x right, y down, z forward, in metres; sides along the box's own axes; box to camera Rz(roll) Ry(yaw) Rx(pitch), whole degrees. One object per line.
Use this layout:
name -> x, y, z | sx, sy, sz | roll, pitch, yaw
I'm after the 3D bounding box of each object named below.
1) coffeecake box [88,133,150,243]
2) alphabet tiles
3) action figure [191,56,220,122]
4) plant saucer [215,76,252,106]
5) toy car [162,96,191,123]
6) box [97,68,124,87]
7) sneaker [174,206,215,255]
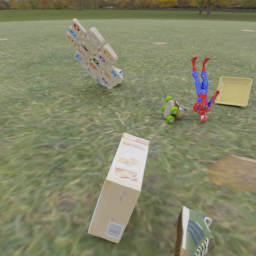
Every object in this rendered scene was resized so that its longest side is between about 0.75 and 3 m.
coffeecake box -> -0.119, 1.005, 5.086 | 0.576, 1.210, 1.577 | 19, 27, 0
alphabet tiles -> -1.318, -2.811, 11.003 | 0.212, 2.836, 2.900 | -45, 12, -19
action figure -> 2.467, -1.280, 8.913 | 0.700, 2.146, 1.062 | 1, -6, -12
plant saucer -> 3.965, -1.336, 10.543 | 1.166, 0.282, 1.166 | 10, 72, 26
toy car -> 1.660, -0.565, 9.210 | 0.874, 0.689, 0.718 | 6, 38, -19
box -> -0.825, -2.315, 12.692 | 0.921, 0.525, 1.001 | -26, 33, -19
sneaker -> 1.053, 1.730, 4.274 | 0.596, 0.445, 1.328 | 17, 25, 6
